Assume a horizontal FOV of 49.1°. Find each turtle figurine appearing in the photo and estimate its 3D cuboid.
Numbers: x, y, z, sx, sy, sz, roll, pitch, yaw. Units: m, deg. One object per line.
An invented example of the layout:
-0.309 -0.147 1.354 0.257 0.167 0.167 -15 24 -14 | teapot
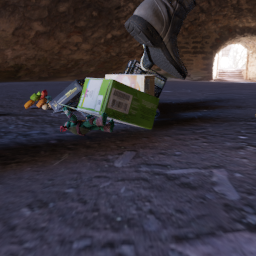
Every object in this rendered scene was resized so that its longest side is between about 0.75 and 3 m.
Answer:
-1.312 -0.178 8.249 1.660 0.836 1.242 4 -2 21 | turtle figurine

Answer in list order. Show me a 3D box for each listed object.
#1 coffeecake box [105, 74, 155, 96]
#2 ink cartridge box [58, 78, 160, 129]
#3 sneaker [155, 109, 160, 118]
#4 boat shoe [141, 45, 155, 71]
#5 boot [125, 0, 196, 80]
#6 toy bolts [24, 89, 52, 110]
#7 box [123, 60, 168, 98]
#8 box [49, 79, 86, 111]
0.052 -1.500 12.430 2.234 1.715 0.816 10 15 40 | coffeecake box
-0.748 -0.883 9.577 2.139 1.096 2.894 16 -1 -41 | ink cartridge box
0.567 -0.644 11.210 1.436 0.564 0.640 1 9 2 | sneaker
0.919 -3.135 10.948 0.666 1.781 0.591 22 -19 -21 | boat shoe
1.359 -2.781 7.966 1.012 1.909 2.900 33 -3 41 | boot
-4.365 -1.224 14.162 1.275 0.926 1.335 -39 6 26 | toy bolts
0.710 -2.287 14.502 2.073 1.698 0.893 24 -1 -24 | box
-2.568 -1.643 13.679 1.808 0.585 2.293 -37 0 18 | box
